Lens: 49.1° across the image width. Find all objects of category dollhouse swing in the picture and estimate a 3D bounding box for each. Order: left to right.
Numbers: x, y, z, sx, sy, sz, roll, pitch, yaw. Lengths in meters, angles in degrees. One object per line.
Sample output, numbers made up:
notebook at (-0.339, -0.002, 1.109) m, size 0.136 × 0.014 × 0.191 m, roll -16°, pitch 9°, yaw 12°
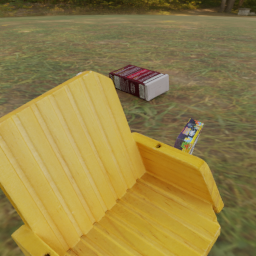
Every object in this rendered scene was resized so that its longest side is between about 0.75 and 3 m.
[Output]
dollhouse swing at (-0.145, 0.814, 4.094) m, size 2.536 × 2.454 × 2.791 m, roll 22°, pitch 45°, yaw 35°

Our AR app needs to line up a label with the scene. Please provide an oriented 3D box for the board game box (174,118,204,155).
board game box at (1.247, 0.571, 6.387) m, size 0.366 × 1.292 × 1.068 m, roll 24°, pitch 33°, yaw 18°

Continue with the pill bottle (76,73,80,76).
pill bottle at (-1.588, -1.470, 10.375) m, size 0.656 × 0.656 × 1.169 m, roll -10°, pitch 59°, yaw -18°

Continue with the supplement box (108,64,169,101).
supplement box at (0.429, -2.000, 11.964) m, size 1.307 × 0.731 × 2.402 m, roll -29°, pitch 39°, yaw -31°
